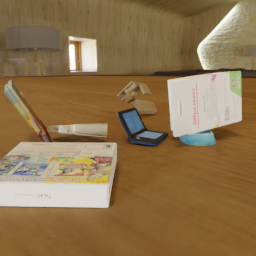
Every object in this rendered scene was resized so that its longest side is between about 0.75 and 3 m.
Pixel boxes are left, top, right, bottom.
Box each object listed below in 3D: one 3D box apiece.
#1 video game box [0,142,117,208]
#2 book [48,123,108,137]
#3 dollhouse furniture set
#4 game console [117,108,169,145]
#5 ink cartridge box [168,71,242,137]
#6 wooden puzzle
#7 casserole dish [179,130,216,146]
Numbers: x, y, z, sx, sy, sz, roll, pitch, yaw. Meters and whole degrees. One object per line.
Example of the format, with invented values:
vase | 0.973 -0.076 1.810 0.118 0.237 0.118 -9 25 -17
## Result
video game box | -1.127 0.666 4.498 1.835 0.430 1.672 0 14 2
book | -1.244 0.033 6.801 0.883 0.318 1.322 4 -3 -40
dollhouse furniture set | 0.244 -0.922 10.821 1.292 1.359 1.107 1 -33 -50
game console | 0.411 -0.077 7.077 1.021 0.708 1.197 7 13 23
ink cartridge box | 1.748 -0.634 6.903 2.254 1.320 0.759 -12 14 -28
wooden puzzle | -2.392 -0.362 6.717 0.186 1.574 2.654 -35 25 -11
casserole dish | 1.749 0.141 7.230 0.853 0.273 1.407 0 14 1
